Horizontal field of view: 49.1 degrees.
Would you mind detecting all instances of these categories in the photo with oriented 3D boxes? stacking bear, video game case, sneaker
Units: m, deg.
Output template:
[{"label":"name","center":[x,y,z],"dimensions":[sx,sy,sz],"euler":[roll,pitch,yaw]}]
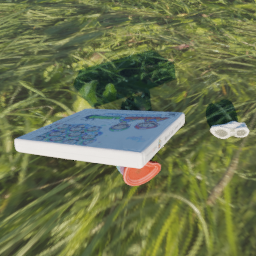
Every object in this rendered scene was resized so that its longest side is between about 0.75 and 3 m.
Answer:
[{"label":"stacking bear","center":[0.017,0.610,6.585],"dimensions":[0.791,0.845,1.391],"euler":[-49,38,12]},{"label":"video game case","center":[-0.487,0.057,6.240],"dimensions":[2.888,0.342,2.629],"euler":[4,19,26]},{"label":"sneaker","center":[2.722,0.016,7.568],"dimensions":[0.966,0.376,0.480],"euler":[2,35,13]}]
